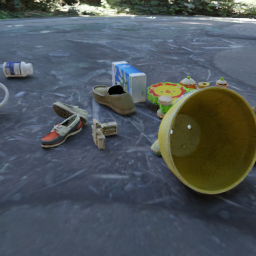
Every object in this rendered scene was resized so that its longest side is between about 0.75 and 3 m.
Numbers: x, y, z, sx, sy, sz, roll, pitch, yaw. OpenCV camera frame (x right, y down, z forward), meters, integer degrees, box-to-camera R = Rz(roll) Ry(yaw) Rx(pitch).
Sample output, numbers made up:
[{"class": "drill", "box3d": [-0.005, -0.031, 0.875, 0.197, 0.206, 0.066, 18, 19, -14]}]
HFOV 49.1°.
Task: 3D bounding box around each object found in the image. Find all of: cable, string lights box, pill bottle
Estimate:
[{"class": "cable", "box3d": [2.392, -0.791, 10.314, 1.487, 1.487, 0.515, 14, 47, -43]}, {"class": "string lights box", "box3d": [0.010, -2.309, 13.748, 0.754, 1.313, 2.556, -11, 30, -21]}, {"class": "pill bottle", "box3d": [-6.429, -3.449, 16.447, 1.505, 0.836, 0.836, -2, 28, -4]}]

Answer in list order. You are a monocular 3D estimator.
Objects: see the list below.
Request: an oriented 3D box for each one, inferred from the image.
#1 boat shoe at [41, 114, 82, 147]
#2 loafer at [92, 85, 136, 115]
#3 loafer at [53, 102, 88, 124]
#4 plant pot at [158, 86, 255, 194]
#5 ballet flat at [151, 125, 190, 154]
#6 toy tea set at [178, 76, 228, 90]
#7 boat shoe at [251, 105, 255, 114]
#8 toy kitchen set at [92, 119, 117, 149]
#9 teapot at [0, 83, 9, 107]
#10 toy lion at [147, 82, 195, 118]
[{"class": "boat shoe", "box3d": [-2.367, 0.086, 9.985, 0.659, 0.579, 1.851, 20, 35, 30]}, {"class": "loafer", "box3d": [-0.649, -1.506, 12.584, 1.096, 0.972, 2.881, -21, 34, -34]}, {"class": "loafer", "box3d": [-2.233, -0.632, 11.045, 1.522, 0.576, 0.520, 25, 44, 1]}, {"class": "plant pot", "box3d": [1.925, 0.282, 7.914, 2.711, 2.711, 1.925, -10, 5, -18]}, {"class": "ballet flat", "box3d": [1.917, 0.245, 9.428, 2.473, 0.874, 0.874, -10, 29, -17]}, {"class": "toy tea set", "box3d": [3.730, -2.089, 13.689, 2.650, 0.981, 1.576, -20, 33, -33]}, {"class": "boat shoe", "box3d": [5.338, -0.808, 11.946, 0.931, 0.334, 0.352, 7, 28, 13]}, {"class": "toy kitchen set", "box3d": [-0.737, 0.048, 9.758, 0.933, 0.844, 1.034, -9, 29, -17]}, {"class": "teapot", "box3d": [-6.721, -1.345, 11.480, 2.492, 1.820, 2.459, -21, -9, 24]}, {"class": "toy lion", "box3d": [2.100, -1.360, 12.236, 2.490, 0.855, 2.387, 0, 33, -1]}]
